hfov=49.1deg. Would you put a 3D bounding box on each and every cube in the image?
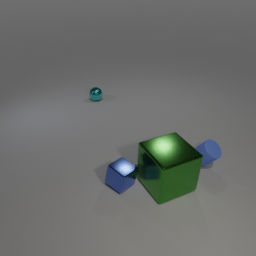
[{"bbox_3d":[1.219,1.186,8.584,1.400,1.400,1.400,-14,36,-23],"label":"cube"},{"bbox_3d":[-0.205,1.460,8.724,0.700,0.700,0.700,31,36,28],"label":"cube"}]

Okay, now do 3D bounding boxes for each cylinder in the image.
[{"bbox_3d":[2.639,0.839,9.418,0.700,0.700,0.700,16,53,-23],"label":"cylinder"}]

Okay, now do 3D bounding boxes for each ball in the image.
[{"bbox_3d":[-1.651,-1.754,14.428,0.700,0.700,0.700,0,30,0],"label":"ball"}]
